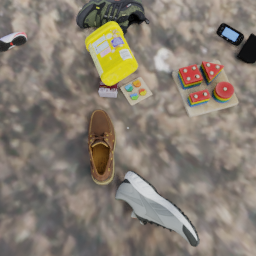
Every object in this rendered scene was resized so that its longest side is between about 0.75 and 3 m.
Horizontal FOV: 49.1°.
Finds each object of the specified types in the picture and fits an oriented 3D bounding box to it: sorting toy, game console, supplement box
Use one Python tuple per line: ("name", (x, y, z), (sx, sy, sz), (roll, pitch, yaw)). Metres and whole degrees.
("sorting toy", (0.243, -1.109, 8.283), (0.752, 0.137, 0.696), (-28, 71, -11))
("game console", (3.432, -2.675, 8.689), (1.523, 0.184, 0.898), (32, 80, 4))
("supplement box", (-0.537, -1.383, 8.277), (0.515, 0.288, 0.946), (4, 66, 6))
("sorting toy", (2.269, -1.258, 8.125), (1.517, 0.531, 1.526), (-15, 69, -6))

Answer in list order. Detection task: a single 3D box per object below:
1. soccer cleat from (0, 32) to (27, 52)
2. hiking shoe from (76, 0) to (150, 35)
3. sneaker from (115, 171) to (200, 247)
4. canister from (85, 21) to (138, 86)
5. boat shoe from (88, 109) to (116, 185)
("soccer cleat", (-3.767, -2.732, 8.831), (1.175, 0.401, 0.430), (-18, 46, -2))
("hiking shoe", (-0.480, -3.464, 8.808), (2.259, 0.855, 1.137), (-18, 67, -8))
("sneaker", (0.693, 2.048, 6.758), (2.325, 0.859, 0.922), (36, 82, 19))
("canister", (-0.487, -2.114, 8.002), (1.157, 0.674, 1.558), (-30, 61, 13))
("boat shoe", (-0.686, 0.412, 7.385), (0.749, 0.703, 2.082), (-4, 69, -2))
